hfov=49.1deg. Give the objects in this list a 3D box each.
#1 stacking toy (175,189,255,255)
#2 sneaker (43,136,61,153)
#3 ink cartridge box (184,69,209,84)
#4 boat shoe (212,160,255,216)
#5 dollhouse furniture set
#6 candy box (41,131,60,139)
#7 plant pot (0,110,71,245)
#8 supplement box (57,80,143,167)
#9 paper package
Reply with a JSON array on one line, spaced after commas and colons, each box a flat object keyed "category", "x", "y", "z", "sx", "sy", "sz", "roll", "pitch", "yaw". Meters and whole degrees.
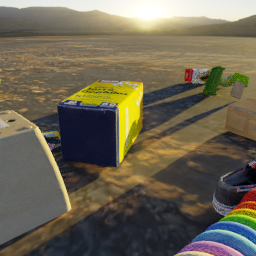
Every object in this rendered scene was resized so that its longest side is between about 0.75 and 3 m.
[{"category": "stacking toy", "x": 1.569, "y": 1.592, "z": 3.841, "sx": 1.199, "sy": 1.199, "sz": 2.808, "roll": 16, "pitch": 21, "yaw": 34}, {"category": "sneaker", "x": -2.147, "y": 0.382, "z": 7.352, "sx": 1.224, "sy": 0.502, "sz": 0.429, "roll": -9, "pitch": 24, "yaw": -22}, {"category": "ink cartridge box", "x": 3.578, "y": -2.693, "z": 14.533, "sx": 1.213, "sy": 0.705, "sz": 0.408, "roll": 1, "pitch": 22, "yaw": 3}, {"category": "boat shoe", "x": 2.592, "y": 0.998, "z": 5.516, "sx": 2.239, "sy": 0.759, "sz": 0.803, "roll": -11, "pitch": 25, "yaw": -25}, {"category": "dollhouse furniture set", "x": 4.107, "y": -1.881, "z": 12.836, "sx": 1.575, "sy": 1.207, "sz": 2.404, "roll": 18, "pitch": 2, "yaw": -10}, {"category": "candy box", "x": -2.593, "y": 0.364, "z": 7.825, "sx": 1.360, "sy": 0.180, "sz": 0.695, "roll": -9, "pitch": 22, "yaw": -22}, {"category": "plant pot", "x": -2.363, "y": 0.727, "z": 4.995, "sx": 1.893, "sy": 1.676, "sz": 1.891, "roll": -19, "pitch": 29, "yaw": -37}, {"category": "supplement box", "x": -0.586, "y": -0.291, "z": 7.670, "sx": 1.480, "sy": 1.489, "sz": 2.720, "roll": 6, "pitch": 23, "yaw": 14}, {"category": "paper package", "x": 4.015, "y": -0.249, "z": 8.419, "sx": 1.543, "sy": 0.837, "sz": 1.619, "roll": -18, "pitch": 29, "yaw": -36}]
